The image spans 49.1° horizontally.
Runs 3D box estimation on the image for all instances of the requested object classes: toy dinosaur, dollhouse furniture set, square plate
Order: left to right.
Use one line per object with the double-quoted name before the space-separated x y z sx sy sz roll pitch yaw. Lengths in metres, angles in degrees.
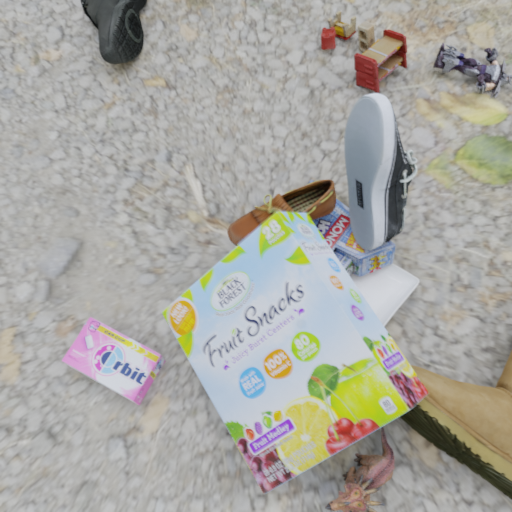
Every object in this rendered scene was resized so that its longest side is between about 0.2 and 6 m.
"square plate" 1.500 0.611 9.472 1.815 0.258 1.798 34 67 24
"dollhouse furniture set" 2.109 -4.261 11.666 1.014 0.766 1.883 -41 55 -16
"toy dinosaur" 1.649 3.182 8.021 0.652 1.029 1.518 36 70 15

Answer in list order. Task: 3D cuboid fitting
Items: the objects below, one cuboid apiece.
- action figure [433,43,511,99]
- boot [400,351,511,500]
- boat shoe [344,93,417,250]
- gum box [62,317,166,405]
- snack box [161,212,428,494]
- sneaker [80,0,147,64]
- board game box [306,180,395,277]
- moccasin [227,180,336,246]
"action figure" 4.499 -3.831 11.468 1.645 0.571 1.070 20 61 5
"boot" 4.093 1.542 8.719 3.293 1.243 3.760 38 72 2
"boat shoe" 1.917 -1.233 8.264 0.864 2.531 0.934 -22 36 -17
"gum box" -2.306 1.670 9.000 1.438 0.476 0.816 25 69 11
"snack box" 0.413 1.332 7.986 2.586 1.038 3.067 -41 71 25
"sneaker" -3.091 -5.132 11.906 1.307 1.093 2.879 -5 59 9
"board game box" 1.215 -0.103 9.445 1.952 0.602 1.953 28 65 24
"moccasin" 0.423 -0.684 8.802 1.886 0.728 0.690 -20 56 -10
